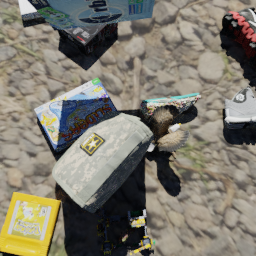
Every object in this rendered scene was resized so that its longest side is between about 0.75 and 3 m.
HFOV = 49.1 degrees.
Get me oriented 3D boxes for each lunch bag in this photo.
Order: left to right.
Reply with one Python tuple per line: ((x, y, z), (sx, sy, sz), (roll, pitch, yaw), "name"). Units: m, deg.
((-0.631, 0.816, 7.213), (1.643, 2.795, 2.292), (44, 77, -2), "lunch bag")

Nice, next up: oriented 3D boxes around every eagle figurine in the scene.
((1.121, 0.139, 8.192), (1.204, 1.587, 1.197), (22, 74, 8), "eagle figurine")

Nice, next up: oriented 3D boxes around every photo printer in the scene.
((-3.447, -4.526, 10.405), (1.095, 0.380, 0.911), (-15, 71, -6), "photo printer")

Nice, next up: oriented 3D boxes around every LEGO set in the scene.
((-0.072, 2.796, 7.615), (1.672, 0.969, 1.285), (1, 71, 0), "LEGO set")

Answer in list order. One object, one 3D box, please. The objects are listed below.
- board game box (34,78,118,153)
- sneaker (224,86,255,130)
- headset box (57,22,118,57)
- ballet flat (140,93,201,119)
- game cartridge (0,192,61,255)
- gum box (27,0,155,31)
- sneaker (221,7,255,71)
((-1.607, -0.446, 9.012), (2.300, 0.396, 1.557), (-29, 74, -9), "board game box")
((4.216, -0.739, 8.883), (2.363, 0.887, 1.365), (-3, 69, 0), "sneaker")
((-1.362, -3.716, 9.949), (1.424, 0.719, 1.916), (37, 75, 12), "headset box")
((1.367, -0.703, 9.056), (1.982, 0.749, 0.633), (-8, 101, 2), "ballet flat")
((-2.816, 2.767, 8.004), (1.429, 0.263, 1.621), (9, 70, 3), "game cartridge")
((-0.731, -3.026, 6.427), (2.698, 2.292, 0.601), (-8, 92, 2), "gum box")
((4.523, -3.033, 9.560), (1.393, 1.008, 2.852), (-28, 72, -7), "sneaker")
